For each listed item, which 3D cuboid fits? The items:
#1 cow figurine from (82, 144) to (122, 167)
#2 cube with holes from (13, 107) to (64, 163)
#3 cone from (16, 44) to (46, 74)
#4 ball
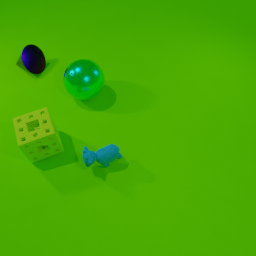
[{"bbox_3d":[-0.730,0.732,7.679,0.998,0.982,0.548,-30,59,10],"label":"cow figurine"},{"bbox_3d":[-2.549,0.210,8.024,0.988,0.988,0.988,-20,57,-9],"label":"cube with holes"},{"bbox_3d":[-3.871,-2.489,10.518,1.081,1.077,1.077,-3,47,32],"label":"cone"},{"bbox_3d":[-1.456,-1.602,9.314,1.363,1.363,1.363,0,52,0],"label":"ball"}]
